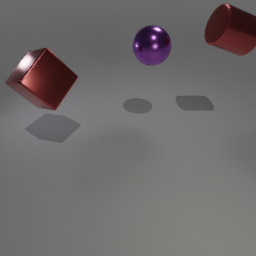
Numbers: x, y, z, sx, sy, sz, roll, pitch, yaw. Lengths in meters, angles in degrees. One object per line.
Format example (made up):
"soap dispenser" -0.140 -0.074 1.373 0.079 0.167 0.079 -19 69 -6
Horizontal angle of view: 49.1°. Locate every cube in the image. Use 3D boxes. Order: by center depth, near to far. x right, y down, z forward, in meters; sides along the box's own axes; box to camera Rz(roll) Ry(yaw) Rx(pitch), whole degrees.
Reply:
"cube" -2.783 -1.555 9.063 1.400 1.400 1.400 11 65 49

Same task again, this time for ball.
"ball" 0.855 -2.940 10.034 1.400 1.400 1.400 0 32 0

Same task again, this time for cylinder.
"cylinder" 3.647 -3.395 9.762 1.400 1.400 1.400 13 28 -19
